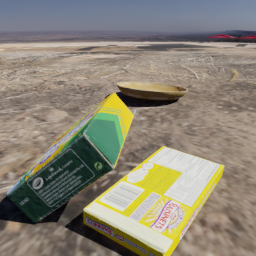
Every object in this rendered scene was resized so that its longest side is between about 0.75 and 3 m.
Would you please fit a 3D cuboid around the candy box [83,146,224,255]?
[{"bbox_3d":[0.592,1.051,4.715,1.322,0.342,2.587,20,28,28],"label":"candy box"}]

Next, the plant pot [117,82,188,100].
[{"bbox_3d":[0.939,-1.479,11.109,2.802,0.385,2.802,5,15,-1],"label":"plant pot"}]

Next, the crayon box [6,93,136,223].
[{"bbox_3d":[-0.815,0.294,5.116,1.665,0.683,2.649,-37,11,19],"label":"crayon box"}]
